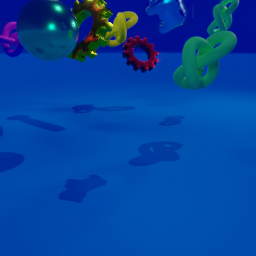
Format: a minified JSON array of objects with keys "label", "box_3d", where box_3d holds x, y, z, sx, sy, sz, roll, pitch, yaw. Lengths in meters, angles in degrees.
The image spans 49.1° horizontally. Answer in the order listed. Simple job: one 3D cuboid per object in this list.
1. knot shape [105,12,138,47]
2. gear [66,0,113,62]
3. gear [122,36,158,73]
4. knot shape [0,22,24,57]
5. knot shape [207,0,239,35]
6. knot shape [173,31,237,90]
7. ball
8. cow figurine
[{"label":"knot shape","box_3d":[-0.299,-4.023,11.322,0.799,1.728,1.617,33,10,-13]},{"label":"gear","box_3d":[-1.407,-3.207,9.065,2.082,2.082,0.385,13,-1,38]},{"label":"gear","box_3d":[0.509,-3.007,11.436,1.520,1.520,0.281,-8,-14,-26]},{"label":"knot shape","box_3d":[-3.484,-2.581,8.155,1.136,0.561,1.214,-3,50,-8]},{"label":"knot shape","box_3d":[3.212,-3.714,9.613,0.651,1.318,1.408,25,66,14]},{"label":"knot shape","box_3d":[1.863,-1.669,6.729,0.820,1.660,1.774,43,3,17]},{"label":"ball","box_3d":[-1.716,-2.113,6.047,1.299,1.299,1.299,0,17,0]},{"label":"cow figurine","box_3d":[0.794,-2.245,4.912,0.967,0.983,0.540,-16,41,38]}]
